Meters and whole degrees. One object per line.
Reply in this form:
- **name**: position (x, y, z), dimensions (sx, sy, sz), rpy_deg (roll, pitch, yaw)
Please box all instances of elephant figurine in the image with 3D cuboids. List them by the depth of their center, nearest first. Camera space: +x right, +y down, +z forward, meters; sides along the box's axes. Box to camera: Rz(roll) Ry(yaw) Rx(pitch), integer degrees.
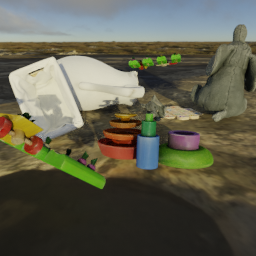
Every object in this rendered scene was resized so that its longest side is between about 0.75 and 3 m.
- **elephant figurine**: position (0.632, -0.537, 7.146), dimensions (0.666, 0.607, 0.858), rpy_deg (22, -3, 30)
- **elephant figurine**: position (2.940, -1.694, 8.070), dimensions (1.823, 2.577, 1.999), rpy_deg (2, 27, -33)

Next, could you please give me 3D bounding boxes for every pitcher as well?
- **pitcher**: position (-0.985, -1.316, 8.683), dimensions (2.820, 1.709, 2.419), rpy_deg (5, 9, -9)

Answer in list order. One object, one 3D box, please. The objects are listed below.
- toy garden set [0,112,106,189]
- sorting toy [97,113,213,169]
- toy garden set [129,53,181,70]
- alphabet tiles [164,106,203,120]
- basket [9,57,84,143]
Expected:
- **toy garden set**: position (-1.403, 0.123, 3.875), dimensions (1.959, 0.391, 1.633), rpy_deg (15, -18, 38)
- **sorting toy**: position (0.468, 0.148, 5.165), dimensions (2.205, 0.905, 1.325), rpy_deg (5, 9, 13)
- **toy garden set**: position (0.929, -2.287, 9.443), dimensions (1.641, 0.327, 1.368), rpy_deg (-5, 3, 11)
- **alphabet tiles**: position (1.601, -0.491, 8.832), dimensions (1.348, 0.101, 1.378), rpy_deg (-6, 19, -19)
- **basket**: position (-1.706, -0.560, 6.140), dimensions (1.066, 1.573, 0.970), rpy_deg (-23, 0, -4)
